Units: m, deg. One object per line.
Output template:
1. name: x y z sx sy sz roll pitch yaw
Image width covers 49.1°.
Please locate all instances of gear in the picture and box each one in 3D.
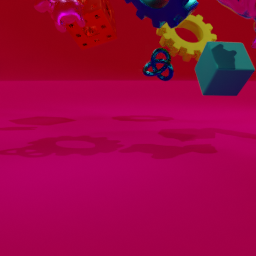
1. gear: 0.574 -3.108 5.880 0.376 2.033 2.033 -46 32 -21
2. gear: 2.094 -3.324 10.000 2.097 2.097 0.388 -3 -25 -16

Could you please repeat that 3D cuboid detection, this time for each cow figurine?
1. cow figurine: -1.909 -3.377 7.818 1.319 1.298 0.724 -16 13 0
2. cow figurine: 2.481 -2.468 5.614 1.710 0.939 1.683 43 3 29

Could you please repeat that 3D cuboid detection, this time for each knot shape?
1. knot shape: 1.114 -2.246 9.779 1.160 1.086 0.536 15 4 17

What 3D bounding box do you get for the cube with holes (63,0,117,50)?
1. cube with holes: -1.265 -3.717 9.340 1.341 1.341 1.341 -14 -27 15

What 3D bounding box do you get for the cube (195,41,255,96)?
1. cube: 2.519 -1.559 7.462 1.023 1.023 1.023 0 -33 -9
